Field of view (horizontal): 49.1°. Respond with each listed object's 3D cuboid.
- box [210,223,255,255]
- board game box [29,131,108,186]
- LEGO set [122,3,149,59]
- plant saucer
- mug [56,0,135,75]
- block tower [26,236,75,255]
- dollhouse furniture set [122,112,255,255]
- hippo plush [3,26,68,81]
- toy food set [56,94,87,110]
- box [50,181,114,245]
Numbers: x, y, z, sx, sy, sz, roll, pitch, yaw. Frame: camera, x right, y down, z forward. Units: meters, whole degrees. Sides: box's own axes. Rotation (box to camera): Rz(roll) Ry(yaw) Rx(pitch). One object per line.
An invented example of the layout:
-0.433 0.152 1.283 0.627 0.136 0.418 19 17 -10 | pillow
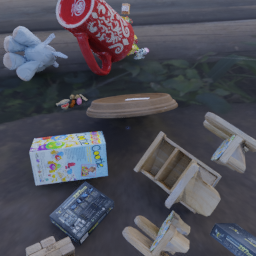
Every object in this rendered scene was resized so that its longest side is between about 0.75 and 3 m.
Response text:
1.842 1.828 4.301 0.742 0.240 0.941 17 9 -43 | box
-1.209 0.604 5.898 1.464 0.768 0.754 -6 20 -9 | board game box
0.142 -3.288 9.798 0.722 0.892 1.939 -15 85 -48 | LEGO set
0.085 -0.578 6.691 2.179 0.321 2.179 -5 12 1 | plant saucer
-0.854 -2.872 8.345 1.539 2.307 2.048 -27 72 18 | mug
-0.649 2.689 3.845 0.674 0.721 2.495 -17 46 -31 | block tower
0.769 0.747 4.623 1.424 2.189 2.011 35 93 15 | dollhouse furniture set
-2.825 -2.379 8.600 1.780 1.418 1.431 -28 14 8 | hippo plush
-1.595 -0.763 7.989 0.816 0.128 0.518 -31 51 -29 | toy food set
-0.867 1.603 5.391 0.785 0.254 0.996 28 51 25 | box
